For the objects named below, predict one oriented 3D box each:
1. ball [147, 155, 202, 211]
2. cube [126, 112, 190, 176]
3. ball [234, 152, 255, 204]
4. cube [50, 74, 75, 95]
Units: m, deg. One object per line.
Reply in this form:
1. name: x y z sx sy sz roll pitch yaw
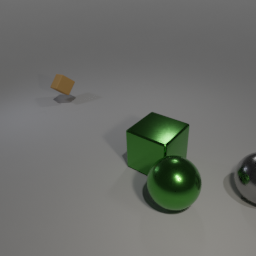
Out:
1. ball: 1.187 1.411 7.256 1.400 1.400 1.400 0 30 0
2. cube: 0.917 0.550 8.673 1.400 1.400 1.400 21 40 32
3. ball: 3.563 1.327 7.413 1.400 1.400 1.400 0 30 0
4. cube: -2.993 -1.989 12.815 0.700 0.700 0.700 26 -5 -39
